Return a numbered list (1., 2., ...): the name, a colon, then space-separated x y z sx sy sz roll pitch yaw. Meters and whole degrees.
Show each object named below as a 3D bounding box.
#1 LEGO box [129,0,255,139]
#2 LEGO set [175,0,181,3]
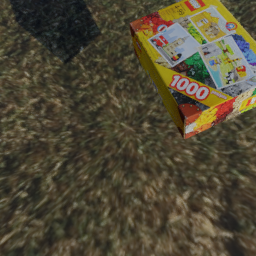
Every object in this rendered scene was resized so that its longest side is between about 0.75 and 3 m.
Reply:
1. LEGO box: 1.483 -1.407 5.975 1.991 1.032 2.674 -25 63 -2
2. LEGO set: 1.236 -3.929 7.368 1.039 1.284 2.791 -45 101 3
